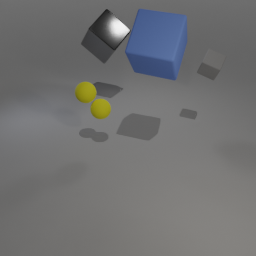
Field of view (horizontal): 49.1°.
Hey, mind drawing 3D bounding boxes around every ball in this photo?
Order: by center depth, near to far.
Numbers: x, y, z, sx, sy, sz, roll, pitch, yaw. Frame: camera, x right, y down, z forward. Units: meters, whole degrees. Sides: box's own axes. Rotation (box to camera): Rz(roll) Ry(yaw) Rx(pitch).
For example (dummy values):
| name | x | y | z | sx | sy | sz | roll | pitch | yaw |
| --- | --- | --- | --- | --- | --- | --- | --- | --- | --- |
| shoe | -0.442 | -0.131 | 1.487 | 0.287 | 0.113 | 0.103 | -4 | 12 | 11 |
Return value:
| name | x | y | z | sx | sy | sz | roll | pitch | yaw |
| --- | --- | --- | --- | --- | --- | --- | --- | --- | --- |
| ball | -1.394 | -1.168 | 9.215 | 0.700 | 0.700 | 0.700 | 0 | 30 | 0 |
| ball | -0.929 | -0.644 | 9.510 | 0.700 | 0.700 | 0.700 | 0 | 30 | 0 |

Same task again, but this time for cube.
| name | x | y | z | sx | sy | sz | roll | pitch | yaw |
| --- | --- | --- | --- | --- | --- | --- | --- | --- | --- |
| cube | 0.889 | -2.418 | 8.268 | 1.400 | 1.400 | 1.400 | 15 | -9 | 15 |
| cube | 3.046 | -2.316 | 10.237 | 0.700 | 0.700 | 0.700 | 26 | 69 | 7 |
| cube | -1.000 | -4.020 | 12.423 | 1.400 | 1.400 | 1.400 | -56 | 13 | -23 |
